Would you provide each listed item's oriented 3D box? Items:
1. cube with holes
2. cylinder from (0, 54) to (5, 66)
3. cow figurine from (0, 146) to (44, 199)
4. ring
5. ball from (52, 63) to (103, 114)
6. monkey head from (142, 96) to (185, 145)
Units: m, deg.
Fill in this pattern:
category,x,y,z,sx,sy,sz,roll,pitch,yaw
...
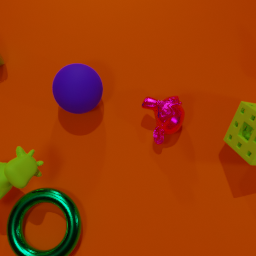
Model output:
category,x,y,z,sx,sy,sz,roll,pitch,yaw
cube with holes,3.021,0.137,6.253,1.026,1.026,1.026,6,27,-21
cylinder,-3.947,-1.908,7.431,0.923,0.923,0.923,-31,75,-9
cow figurine,-2.602,0.974,5.965,1.462,1.486,0.816,-38,113,-20
ring,-1.901,2.219,6.335,1.709,0.342,1.709,-1,79,3
ball,-1.245,-0.972,6.968,1.238,1.238,1.238,0,72,0
monkey head,0.879,-0.352,7.009,1.041,0.872,1.446,19,62,21
